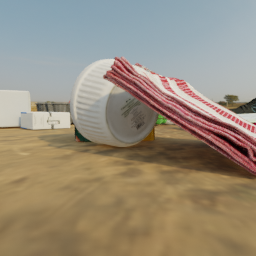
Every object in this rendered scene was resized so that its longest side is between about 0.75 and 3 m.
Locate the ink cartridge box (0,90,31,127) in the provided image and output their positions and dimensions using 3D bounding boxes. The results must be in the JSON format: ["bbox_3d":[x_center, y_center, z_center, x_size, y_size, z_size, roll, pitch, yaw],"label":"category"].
[{"bbox_3d":[-4.580,-0.610,9.218,2.000,1.154,2.737,-2,4,-35],"label":"ink cartridge box"}]

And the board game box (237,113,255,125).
[{"bbox_3d":[3.314,-0.157,7.266,2.869,0.371,2.870,-3,4,-14],"label":"board game box"}]

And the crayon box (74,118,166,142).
[{"bbox_3d":[-0.145,-0.007,5.371,1.670,0.424,1.060,-1,4,-6],"label":"crayon box"}]

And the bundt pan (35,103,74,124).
[{"bbox_3d":[-2.543,-0.577,11.257,2.273,0.853,2.273,0,4,0],"label":"bundt pan"}]

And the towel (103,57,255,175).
[{"bbox_3d":[1.026,-0.207,3.490,1.779,0.281,2.469,36,19,22],"label":"towel"}]

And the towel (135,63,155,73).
[{"bbox_3d":[0.689,-1.333,9.261,1.516,1.092,0.172,32,35,13],"label":"towel"}]

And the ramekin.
[{"bbox_3d":[-0.118,-0.346,4.176,1.326,1.326,0.696,-3,14,-41],"label":"ramekin"}]

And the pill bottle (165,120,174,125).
[{"bbox_3d":[2.049,-0.770,11.413,1.209,1.209,2.182,2,4,28],"label":"pill bottle"}]

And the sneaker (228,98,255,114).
[{"bbox_3d":[5.282,-0.780,11.982,2.847,1.166,1.042,-1,4,-4],"label":"sneaker"}]

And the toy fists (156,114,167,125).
[{"bbox_3d":[0.528,-0.586,9.796,2.054,0.706,1.047,8,20,-28],"label":"toy fists"}]

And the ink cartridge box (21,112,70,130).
[{"bbox_3d":[-2.450,-0.227,8.345,1.190,0.502,0.869,-3,5,-43],"label":"ink cartridge box"}]
